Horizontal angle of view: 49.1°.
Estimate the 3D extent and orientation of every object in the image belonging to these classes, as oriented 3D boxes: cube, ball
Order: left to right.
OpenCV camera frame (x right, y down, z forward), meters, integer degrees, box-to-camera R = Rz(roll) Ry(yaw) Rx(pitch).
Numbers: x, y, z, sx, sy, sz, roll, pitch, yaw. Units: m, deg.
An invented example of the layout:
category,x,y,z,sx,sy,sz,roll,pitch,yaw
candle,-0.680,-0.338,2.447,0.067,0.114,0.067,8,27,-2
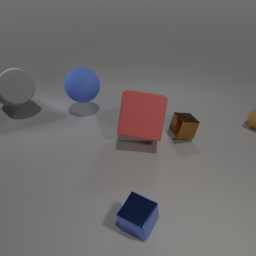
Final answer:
category,x,y,z,sx,sy,sz,roll,pitch,yaw
ball,-1.822,-1.709,11.183,1.400,1.400,1.400,0,30,0
cube,0.244,2.035,6.459,0.700,0.700,0.700,19,51,26
cube,0.478,-0.463,9.344,1.400,1.400,1.400,9,10,2
cube,1.970,-0.081,9.889,0.700,0.700,0.700,2,30,-22

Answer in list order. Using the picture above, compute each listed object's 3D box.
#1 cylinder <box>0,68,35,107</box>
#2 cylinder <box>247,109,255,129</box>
category,x,y,z,sx,sy,sz,roll,pitch,yaw
cylinder,-4.617,-1.600,11.367,1.400,1.400,1.400,-18,8,-28
cylinder,5.019,-0.289,10.634,0.700,0.700,0.700,26,38,33
